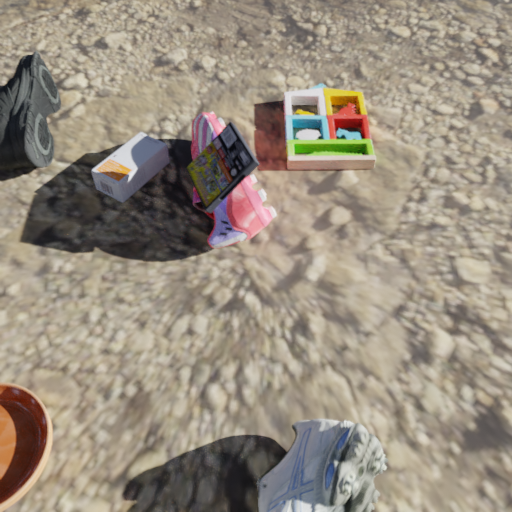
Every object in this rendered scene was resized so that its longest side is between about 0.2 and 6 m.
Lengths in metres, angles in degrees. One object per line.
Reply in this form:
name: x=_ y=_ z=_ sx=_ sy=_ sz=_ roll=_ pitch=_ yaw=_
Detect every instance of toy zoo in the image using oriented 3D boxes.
toy zoo: x=1.365 y=-2.608 z=10.949 sx=1.618 sy=0.252 sz=2.466 roll=0 pitch=51 yaw=1

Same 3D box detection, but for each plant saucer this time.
plant saucer: x=-3.356 y=2.370 z=6.844 sx=1.696 sy=0.274 sz=1.696 roll=1 pitch=50 yaw=-1

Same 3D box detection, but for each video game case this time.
video game case: x=-0.551 y=-1.393 z=8.722 sx=1.077 sy=0.152 sz=1.192 roll=-43 pitch=44 yaw=16

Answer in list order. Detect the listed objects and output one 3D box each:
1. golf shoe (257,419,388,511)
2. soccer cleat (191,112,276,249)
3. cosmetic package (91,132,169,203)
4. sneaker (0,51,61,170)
golf shoe: x=0.425 y=2.969 z=6.131 sx=1.244 sy=1.002 sz=2.559 roll=4 pitch=48 yaw=42
soccer cleat: x=-0.721 y=-1.392 z=9.545 sx=1.182 sy=1.031 sz=3.092 roll=-30 pitch=51 yaw=2
cosmetic package: x=-2.217 y=-1.595 z=9.993 sx=0.658 sy=0.462 sz=1.297 roll=27 pitch=54 yaw=20
sneaker: x=-4.597 y=-2.803 z=10.610 sx=1.432 sy=1.198 sz=3.156 roll=-12 pitch=47 yaw=3
